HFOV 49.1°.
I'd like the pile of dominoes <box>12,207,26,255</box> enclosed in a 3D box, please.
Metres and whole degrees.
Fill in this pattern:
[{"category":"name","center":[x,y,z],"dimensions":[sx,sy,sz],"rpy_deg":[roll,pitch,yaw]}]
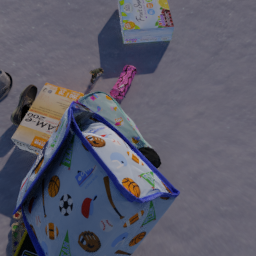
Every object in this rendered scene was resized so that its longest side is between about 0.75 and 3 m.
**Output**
[{"category":"pile of dominoes","center":[-2.035,2.251,6.763],"dimensions":[1.595,0.254,1.243],"rpy_deg":[-11,63,-8]}]

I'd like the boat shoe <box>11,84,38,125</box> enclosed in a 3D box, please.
[{"category":"boat shoe","center":[-2.885,-0.646,8.081],"dimensions":[0.469,0.477,1.281],"rpy_deg":[11,77,33]}]

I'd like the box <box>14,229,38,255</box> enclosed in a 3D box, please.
[{"category":"box","center":[-1.134,3.599,5.768],"dimensions":[2.970,0.733,2.372],"rpy_deg":[17,62,7]}]

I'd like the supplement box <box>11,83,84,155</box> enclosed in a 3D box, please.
[{"category":"supplement box","center":[-2.120,-0.190,7.803],"dimensions":[1.232,0.719,1.954],"rpy_deg":[17,64,10]}]

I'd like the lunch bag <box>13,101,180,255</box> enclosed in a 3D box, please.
[{"category":"lunch bag","center":[-0.926,1.135,5.403],"dimensions":[2.815,1.743,2.393],"rpy_deg":[47,110,35]}]

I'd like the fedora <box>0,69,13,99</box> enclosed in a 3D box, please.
[{"category":"fedora","center":[-4.136,-1.396,8.560],"dimensions":[1.036,0.529,1.171],"rpy_deg":[37,68,19]}]

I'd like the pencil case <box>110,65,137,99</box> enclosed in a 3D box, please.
[{"category":"pencil case","center":[-0.116,-1.426,8.573],"dimensions":[0.521,0.537,1.147],"rpy_deg":[21,63,7]}]

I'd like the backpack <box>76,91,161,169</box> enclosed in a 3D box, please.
[{"category":"backpack","center":[-0.515,0.295,7.099],"dimensions":[2.023,1.534,2.424],"rpy_deg":[-27,65,-12]}]

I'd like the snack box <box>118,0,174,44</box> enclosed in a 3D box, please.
[{"category":"snack box","center":[0.566,-3.966,9.829],"dimensions":[1.714,0.688,2.033],"rpy_deg":[-4,61,-4]}]

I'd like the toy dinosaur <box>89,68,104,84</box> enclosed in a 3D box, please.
[{"category":"toy dinosaur","center":[-1.048,-1.627,8.643],"dimensions":[0.243,0.451,1.024],"rpy_deg":[24,20,6]}]
